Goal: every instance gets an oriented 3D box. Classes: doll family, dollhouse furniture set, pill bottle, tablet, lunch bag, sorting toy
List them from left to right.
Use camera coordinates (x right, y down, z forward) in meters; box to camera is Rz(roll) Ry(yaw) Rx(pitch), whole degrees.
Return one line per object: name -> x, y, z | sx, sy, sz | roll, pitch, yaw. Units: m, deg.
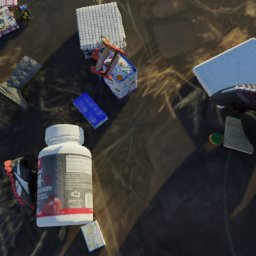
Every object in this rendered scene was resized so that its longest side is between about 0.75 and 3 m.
doll family -> -4.257, -4.713, 11.493 | 0.489, 0.332, 0.846 | -29, 68, -5
pill bottle -> -1.943, 1.461, 8.663 | 1.629, 1.629, 2.943 | -4, 71, -1
dollhouse furniture set -> -0.667, -2.219, 8.708 | 0.694, 1.705, 0.918 | 24, 110, -20
lunch bag -> -0.512, -2.054, 9.999 | 1.025, 1.407, 1.656 | -35, 76, -12
tablet -> 4.169, -2.133, 10.647 | 2.958, 0.202, 1.925 | -27, 73, -9
sorting toy -> 3.836, 0.290, 9.659 | 2.225, 0.376, 1.073 | 15, 72, -10

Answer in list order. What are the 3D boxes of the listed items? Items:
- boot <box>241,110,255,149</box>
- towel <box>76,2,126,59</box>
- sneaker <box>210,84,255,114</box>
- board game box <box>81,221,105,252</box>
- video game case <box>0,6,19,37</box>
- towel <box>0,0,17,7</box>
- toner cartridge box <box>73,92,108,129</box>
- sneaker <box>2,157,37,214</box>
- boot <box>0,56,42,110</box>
boot -> 5.261, 0.092, 9.214 | 2.173, 1.094, 2.906 | -41, 97, -12
towel -> -1.050, -3.754, 10.875 | 1.718, 0.888, 2.075 | -9, 70, -5
sneaker -> 4.254, -0.616, 9.606 | 2.752, 1.041, 1.590 | -5, 75, -10
board game box -> -1.097, 3.387, 8.795 | 0.521, 0.133, 0.776 | -22, 72, -7
video game case -> -5.145, -4.304, 11.395 | 1.034, 0.204, 1.141 | -30, 74, -10
towel -> -5.268, -5.424, 11.818 | 1.115, 0.167, 0.816 | -9, 71, -6
toner cartridge box -> -1.358, -0.636, 10.098 | 0.605, 0.275, 1.275 | -39, 75, -11
sneaker -> -3.317, 1.766, 9.061 | 0.924, 0.669, 1.891 | -27, 72, -7
boot -> -3.814, -1.680, 10.351 | 1.578, 0.630, 1.736 | 37, 68, 10
